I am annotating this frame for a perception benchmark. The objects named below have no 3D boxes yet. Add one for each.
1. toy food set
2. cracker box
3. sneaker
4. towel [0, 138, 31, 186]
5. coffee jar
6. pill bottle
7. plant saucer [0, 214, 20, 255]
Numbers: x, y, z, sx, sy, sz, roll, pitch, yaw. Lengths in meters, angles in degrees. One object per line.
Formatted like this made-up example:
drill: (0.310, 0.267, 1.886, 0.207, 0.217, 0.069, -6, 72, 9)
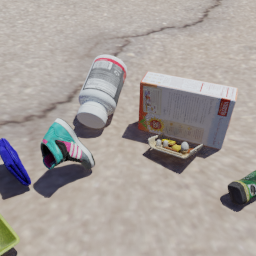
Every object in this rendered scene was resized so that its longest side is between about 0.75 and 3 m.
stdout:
toy food set: (1.093, 0.348, 6.396, 1.055, 0.319, 0.757, 17, 20, 31)
cracker box: (1.347, -0.428, 6.700, 2.134, 1.429, 0.615, 15, 42, 16)
sneaker: (-1.261, 0.566, 5.634, 0.575, 1.376, 0.831, 10, 51, 46)
towel: (-2.358, 0.673, 5.813, 0.260, 0.776, 1.051, -37, 44, -13)
coffee jar: (2.384, 1.170, 5.540, 0.862, 0.450, 0.368, -17, 4, -24)
pill bottle: (-0.709, -0.950, 7.405, 1.009, 1.009, 1.823, 10, 62, 12)
plant saucer: (-2.898, 1.794, 4.460, 1.642, 0.393, 1.640, 38, 40, 23)
